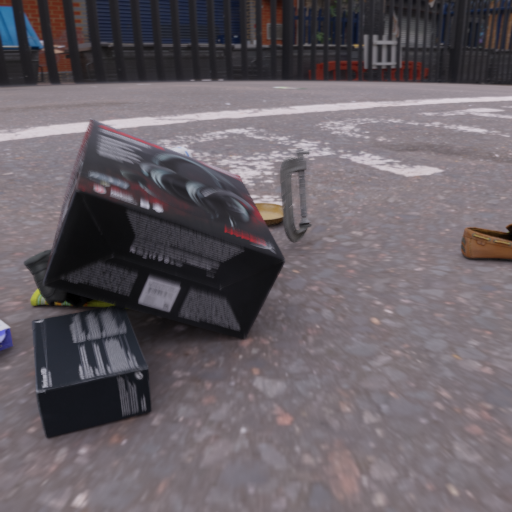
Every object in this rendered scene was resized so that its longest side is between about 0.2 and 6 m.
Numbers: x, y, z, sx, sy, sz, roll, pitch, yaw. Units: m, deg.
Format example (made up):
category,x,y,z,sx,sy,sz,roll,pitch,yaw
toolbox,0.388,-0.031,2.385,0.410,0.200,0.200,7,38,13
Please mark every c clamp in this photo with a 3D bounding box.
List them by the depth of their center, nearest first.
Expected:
category,x,y,z,sx,sy,sz,roll,pitch,yaw
c clamp,0.860,-1.221,11.080,0.256,1.891,1.615,-1,3,24

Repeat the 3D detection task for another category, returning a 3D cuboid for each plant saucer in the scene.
category,x,y,z,sx,sy,sz,roll,pitch,yaw
plant saucer,0.119,-0.918,12.691,1.276,0.226,1.276,0,22,0

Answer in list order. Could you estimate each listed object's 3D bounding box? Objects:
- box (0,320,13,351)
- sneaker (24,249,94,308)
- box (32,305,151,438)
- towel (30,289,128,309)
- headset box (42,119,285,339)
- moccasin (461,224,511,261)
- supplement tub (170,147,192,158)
category,x,y,z,sx,sy,sz,roll,pitch,yaw
box,-4.126,1.066,7.673,1.710,0.355,1.018,22,31,38
sneaker,-2.669,0.318,8.632,0.748,0.894,1.970,-21,-4,26
box,-2.005,1.282,6.687,1.170,0.654,1.658,-7,23,-20
towel,-2.230,0.577,9.080,2.541,0.229,1.093,3,28,5
headset box,-1.487,-0.636,8.698,2.831,1.469,3.804,19,22,-21
moccasin,4.844,-0.316,10.527,1.899,0.733,0.695,3,22,8
supplement tub,-2.538,-2.612,16.021,0.871,0.871,1.320,18,28,37
